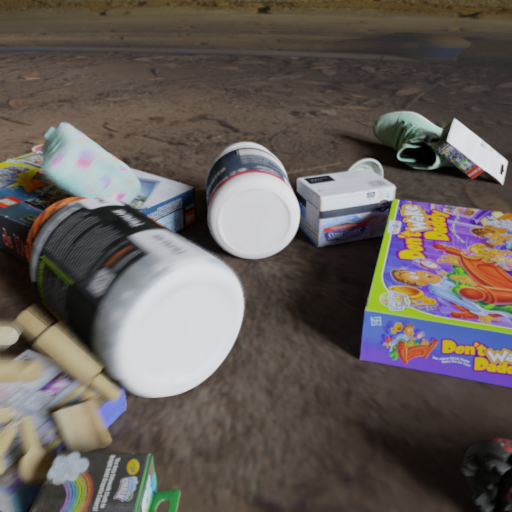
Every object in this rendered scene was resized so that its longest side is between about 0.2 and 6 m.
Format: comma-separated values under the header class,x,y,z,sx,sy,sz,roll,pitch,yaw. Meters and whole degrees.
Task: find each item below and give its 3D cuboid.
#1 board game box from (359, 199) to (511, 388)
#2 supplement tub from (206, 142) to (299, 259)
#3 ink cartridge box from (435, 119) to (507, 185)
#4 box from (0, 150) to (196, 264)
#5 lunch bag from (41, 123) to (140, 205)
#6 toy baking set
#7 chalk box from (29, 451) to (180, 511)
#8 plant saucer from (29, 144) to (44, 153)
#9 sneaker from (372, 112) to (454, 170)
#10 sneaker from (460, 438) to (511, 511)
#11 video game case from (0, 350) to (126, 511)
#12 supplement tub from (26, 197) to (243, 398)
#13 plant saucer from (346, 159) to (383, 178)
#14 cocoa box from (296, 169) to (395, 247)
class,x,y,z,sx,sy,sz,roll,pitch,yaw
board game box,2.956,0.343,8.079,2.392,0.796,3.557,8,30,15
supplement tub,-0.120,-1.043,9.850,1.510,1.510,2.152,-3,28,-5
ink cartridge box,4.865,-2.253,12.618,1.641,0.413,0.894,35,54,-9
box,-3.624,-0.978,10.473,4.187,0.789,2.860,19,34,31
lunch bag,-2.680,-1.393,8.871,1.473,0.708,1.836,33,6,-30
toy baking set,-2.329,1.194,5.369,2.173,0.253,1.667,43,29,4
chalk box,-1.234,2.196,4.833,1.129,0.700,0.705,2,28,2
plant saucer,-5.172,-2.574,13.952,1.005,0.255,1.005,0,28,0
sneaker,3.625,-2.840,13.579,1.584,0.988,2.686,-17,35,-39
sneaker,3.095,2.102,4.796,2.517,0.890,1.230,17,33,23
video game case,-2.464,1.769,5.921,1.462,0.367,1.613,14,31,23
supplement tub,-1.682,0.334,7.084,1.781,1.781,2.906,-23,37,-35
plant saucer,2.049,-1.494,11.162,1.026,1.026,0.258,-14,37,-23
cocoa box,1.581,-0.883,10.115,1.498,0.983,0.999,-10,30,-18
